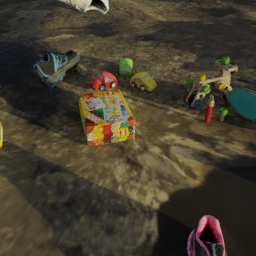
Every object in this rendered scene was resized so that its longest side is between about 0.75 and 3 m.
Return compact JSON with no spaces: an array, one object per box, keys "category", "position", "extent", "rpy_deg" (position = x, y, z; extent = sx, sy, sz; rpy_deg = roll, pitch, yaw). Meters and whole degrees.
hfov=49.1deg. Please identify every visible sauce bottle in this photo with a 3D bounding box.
[{"category":"sauce bottle","position":[-2.059,-2.538,11.848],"extent":[0.330,0.330,1.019],"rpy_deg":[-18,39,-23]}]

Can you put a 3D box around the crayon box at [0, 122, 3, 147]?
[{"category":"crayon box","position":[-4.063,0.248,8.054],"extent":[0.813,0.275,0.942],"rpy_deg":[-12,38,-16]}]

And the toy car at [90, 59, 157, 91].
[{"category":"toy car","position":[-0.144,-2.260,11.250],"extent":[2.550,0.569,2.400],"rpy_deg":[2,36,2]}]

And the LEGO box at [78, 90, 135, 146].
[{"category":"LEGO box","position":[-0.695,-0.362,8.512],"extent":[1.386,0.718,1.861],"rpy_deg":[-9,37,-12]}]

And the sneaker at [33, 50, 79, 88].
[{"category":"sneaker","position":[-2.763,-2.649,11.145],"extent":[0.964,1.078,2.633],"rpy_deg":[-33,22,28]}]

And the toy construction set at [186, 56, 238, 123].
[{"category":"toy construction set","position":[2.813,-1.394,9.171],"extent":[1.766,1.627,2.117],"rpy_deg":[7,37,9]}]

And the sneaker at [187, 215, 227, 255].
[{"category":"sneaker","position":[1.355,2.346,4.613],"extent":[0.796,0.960,2.014],"rpy_deg":[4,38,3]}]

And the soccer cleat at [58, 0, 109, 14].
[{"category":"soccer cleat","position":[-1.734,-4.360,9.217],"extent":[2.450,0.841,1.044],"rpy_deg":[-4,68,-34]}]

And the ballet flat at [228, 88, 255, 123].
[{"category":"ballet flat","position":[4.373,-0.471,8.734],"extent":[0.891,0.902,2.651],"rpy_deg":[-5,36,-44]}]
